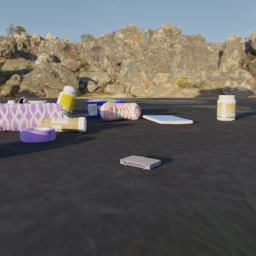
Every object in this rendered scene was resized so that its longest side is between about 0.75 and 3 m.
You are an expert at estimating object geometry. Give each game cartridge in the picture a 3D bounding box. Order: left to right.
[{"bbox_3d":[0.277,0.743,6.062,0.761,0.146,0.493,6,6,37],"label":"game cartridge"}]

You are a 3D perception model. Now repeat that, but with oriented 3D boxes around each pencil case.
[{"bbox_3d":[-3.921,-0.427,11.146,2.685,1.127,1.148,-2,-14,-23],"label":"pencil case"}]

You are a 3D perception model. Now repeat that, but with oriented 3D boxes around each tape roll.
[{"bbox_3d":[-2.910,0.201,9.063,1.081,0.355,1.081,0,7,0],"label":"tape roll"}]

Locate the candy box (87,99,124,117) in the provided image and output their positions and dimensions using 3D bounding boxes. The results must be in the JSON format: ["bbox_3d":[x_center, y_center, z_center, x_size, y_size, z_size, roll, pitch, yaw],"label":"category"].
[{"bbox_3d":[-1.382,-1.254,17.053,2.131,0.971,2.521,-2,7,-6],"label":"candy box"}]

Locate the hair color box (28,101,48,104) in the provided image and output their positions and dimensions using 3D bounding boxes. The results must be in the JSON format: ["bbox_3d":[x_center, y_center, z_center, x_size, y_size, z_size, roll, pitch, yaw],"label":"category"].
[{"bbox_3d":[-5.845,-1.188,17.110,1.354,0.819,2.707,-1,8,-4],"label":"hair color box"}]

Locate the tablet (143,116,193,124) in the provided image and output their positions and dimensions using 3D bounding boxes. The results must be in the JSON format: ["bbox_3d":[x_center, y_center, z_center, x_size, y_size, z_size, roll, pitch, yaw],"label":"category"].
[{"bbox_3d":[1.907,-0.422,13.929,1.701,0.179,2.615,0,8,-14],"label":"tablet"}]

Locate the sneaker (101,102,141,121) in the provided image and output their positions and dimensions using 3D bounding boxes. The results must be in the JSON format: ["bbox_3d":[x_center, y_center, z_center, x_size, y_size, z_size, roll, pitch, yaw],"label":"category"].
[{"bbox_3d":[-0.245,-0.887,14.502,1.316,0.947,2.517,-1,2,33],"label":"sneaker"}]

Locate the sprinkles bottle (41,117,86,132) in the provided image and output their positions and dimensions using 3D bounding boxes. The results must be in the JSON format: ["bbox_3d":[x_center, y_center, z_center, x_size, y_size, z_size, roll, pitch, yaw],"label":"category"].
[{"bbox_3d":[-2.422,-0.127,10.610,1.638,0.559,0.559,0,8,0],"label":"sprinkles bottle"}]

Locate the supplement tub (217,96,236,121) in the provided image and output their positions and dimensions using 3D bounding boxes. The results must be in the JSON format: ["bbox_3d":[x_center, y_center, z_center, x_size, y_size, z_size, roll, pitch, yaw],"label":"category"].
[{"bbox_3d":[5.142,-1.056,14.615,0.914,1.266,0.914,0,8,0],"label":"supplement tub"}]

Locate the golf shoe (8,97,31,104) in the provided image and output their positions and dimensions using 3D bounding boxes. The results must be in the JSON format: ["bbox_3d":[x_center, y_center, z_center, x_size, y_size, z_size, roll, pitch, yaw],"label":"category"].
[{"bbox_3d":[-4.578,-0.811,13.050,1.014,1.259,2.589,0,6,18],"label":"golf shoe"}]

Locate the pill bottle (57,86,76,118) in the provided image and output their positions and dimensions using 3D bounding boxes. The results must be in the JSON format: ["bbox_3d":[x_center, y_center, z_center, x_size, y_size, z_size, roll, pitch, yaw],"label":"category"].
[{"bbox_3d":[-3.077,-1.294,13.992,0.846,1.510,0.846,12,-20,4],"label":"pill bottle"}]
